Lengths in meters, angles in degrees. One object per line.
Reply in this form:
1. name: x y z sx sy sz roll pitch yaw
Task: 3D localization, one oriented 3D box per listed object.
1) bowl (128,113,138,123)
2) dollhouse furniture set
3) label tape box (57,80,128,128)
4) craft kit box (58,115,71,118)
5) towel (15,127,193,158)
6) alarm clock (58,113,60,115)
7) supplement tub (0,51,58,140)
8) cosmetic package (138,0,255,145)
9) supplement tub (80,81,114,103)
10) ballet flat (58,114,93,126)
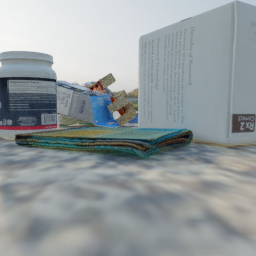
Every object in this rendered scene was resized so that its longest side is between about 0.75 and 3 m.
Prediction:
1. bowl: 0.844 -0.438 11.949 2.013 0.395 2.013 0 4 0
2. dollhouse furniture set: -0.490 -0.906 9.330 0.876 1.682 1.700 -32 13 8
3. label tape box: -1.423 -0.840 9.297 2.780 0.919 1.992 16 11 12
4. craft kit box: -3.611 -0.672 16.434 0.881 0.217 0.893 -3 5 -7
5. towel: -0.371 0.174 4.823 2.557 0.277 1.875 1 4 31
6. alarm clock: -2.773 -0.732 10.669 0.847 0.282 0.571 16 -14 -29
7. supplement tub: -2.083 -0.647 5.839 1.200 1.710 1.200 0 4 0
8. cosmetic package: 1.850 -0.942 5.936 2.273 2.275 2.757 -3 5 -31
9. supplement tub: -1.475 -1.155 12.469 1.738 1.738 2.836 0 4 -1
10. ballet flat: -1.781 -0.334 9.982 1.481 0.514 0.514 -3 5 -34
